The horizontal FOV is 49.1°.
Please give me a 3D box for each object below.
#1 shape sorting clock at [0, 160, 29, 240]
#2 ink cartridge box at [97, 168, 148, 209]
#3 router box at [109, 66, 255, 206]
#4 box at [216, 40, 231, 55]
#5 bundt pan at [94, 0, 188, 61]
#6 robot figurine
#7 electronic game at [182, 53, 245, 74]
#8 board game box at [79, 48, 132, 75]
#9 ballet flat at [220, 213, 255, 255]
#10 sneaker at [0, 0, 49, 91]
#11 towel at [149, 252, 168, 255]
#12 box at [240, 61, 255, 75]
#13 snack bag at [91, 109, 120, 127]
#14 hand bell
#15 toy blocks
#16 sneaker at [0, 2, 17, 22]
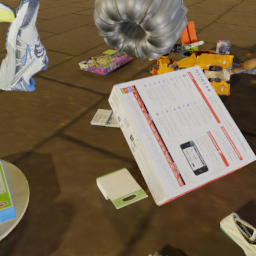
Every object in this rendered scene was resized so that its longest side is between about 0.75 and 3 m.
[{"bbox_3d":[-3.308,1.510,5.706,2.459,0.482,2.459,4,34,-3],"label":"shape sorting clock"},{"bbox_3d":[-0.143,1.361,6.148,0.756,0.249,1.039,-17,37,-23],"label":"ink cartridge box"},{"bbox_3d":[1.226,0.025,6.557,2.484,0.676,2.767,-16,69,-23],"label":"router box"},{"bbox_3d":[4.697,-3.969,13.818,0.603,0.524,0.913,6,34,9],"label":"box"},{"bbox_3d":[0.199,-2.749,7.401,2.576,2.576,0.967,14,68,20],"label":"bundt pan"},{"bbox_3d":[2.139,-1.865,9.708,2.752,1.995,0.801,4,7,1],"label":"robot figurine"},{"bbox_3d":[3.453,-2.748,11.353,2.589,0.539,2.589,14,18,-5],"label":"electronic game"},{"bbox_3d":[-0.957,-3.036,12.640,1.377,0.371,2.294,16,37,29],"label":"board game box"},{"bbox_3d":[2.180,2.025,4.907,0.467,0.467,1.344,-15,35,-20],"label":"ballet flat"},{"bbox_3d":[-2.292,-1.843,6.499,0.995,2.336,0.900,14,36,-22],"label":"sneaker"},{"bbox_3d":[0.609,2.600,4.353,1.132,0.203,1.175,21,39,28],"label":"towel"},{"bbox_3d":[5.375,-2.550,11.959,1.029,0.253,0.830,11,34,16],"label":"box"},{"bbox_3d":[-0.596,-0.318,8.779,0.940,0.101,0.886,8,34,11],"label":"snack bag"},{"bbox_3d":[3.733,-2.021,9.800,1.812,0.944,0.944,-19,19,39],"label":"hand bell"},{"bbox_3d":[1.645,-3.200,10.338,2.121,2.544,0.924,-11,14,31],"label":"toy blocks"},{"bbox_3d":[-2.196,-1.381,3.664,1.432,0.647,0.560,-5,17,-12],"label":"sneaker"}]
